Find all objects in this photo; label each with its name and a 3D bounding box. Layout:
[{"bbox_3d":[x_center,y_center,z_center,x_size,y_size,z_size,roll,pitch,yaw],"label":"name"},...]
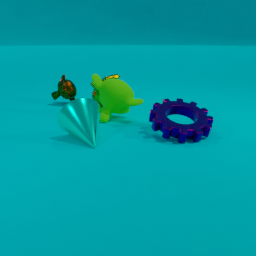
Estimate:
[{"bbox_3d":[-2.536,-1.469,11.183,0.927,1.289,0.777,-26,3,24],"label":"monkey head"},{"bbox_3d":[-1.056,0.080,7.222,1.226,1.226,1.230,-9,47,-26],"label":"cone"},{"bbox_3d":[-0.501,-0.904,8.981,1.892,1.140,1.361,30,51,11],"label":"monkey head"},{"bbox_3d":[-0.771,-1.436,10.844,1.312,1.099,1.824,-34,26,-29],"label":"monkey head"},{"bbox_3d":[1.461,-0.248,7.773,1.718,0.318,1.718,4,37,-3],"label":"gear"}]
